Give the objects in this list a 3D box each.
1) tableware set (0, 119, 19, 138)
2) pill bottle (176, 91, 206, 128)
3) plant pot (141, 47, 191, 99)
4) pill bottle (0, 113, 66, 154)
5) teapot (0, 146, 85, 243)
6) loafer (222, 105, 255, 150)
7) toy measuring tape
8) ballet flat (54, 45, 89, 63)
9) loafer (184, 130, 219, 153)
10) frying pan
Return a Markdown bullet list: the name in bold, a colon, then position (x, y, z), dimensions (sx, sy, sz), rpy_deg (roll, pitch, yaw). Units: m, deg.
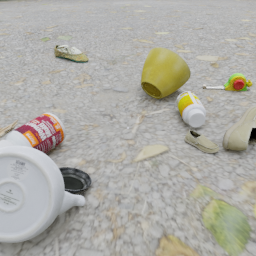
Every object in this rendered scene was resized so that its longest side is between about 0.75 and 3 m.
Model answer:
- **tableware set**: position (-4.775, 0.564, 8.682), dimensions (2.702, 0.314, 2.257), rpy_deg (-21, 21, 23)
- **pill bottle**: position (2.505, -0.725, 11.055), dimensions (0.909, 0.909, 1.664), rpy_deg (-2, 32, -3)
- **plant pot**: position (1.473, -2.267, 12.679), dimensions (2.212, 2.212, 1.570), rpy_deg (24, 70, 32)
- **pill bottle**: position (-3.135, 0.443, 9.006), dimensions (1.172, 1.172, 2.139), rpy_deg (19, 37, 27)
- **teapot**: position (-2.636, 1.492, 6.860), dimensions (2.330, 2.361, 1.724), rpy_deg (-28, 0, -3)
- **loafer**: position (4.299, 0.071, 9.882), dimensions (0.876, 0.971, 2.566), rpy_deg (29, 52, 35)
- **toy measuring tape**: position (4.836, -2.252, 13.540), dimensions (2.327, 0.856, 0.856), rpy_deg (3, 33, 5)
- **ballet flat**: position (-3.537, -4.622, 17.184), dimensions (2.517, 0.890, 0.890), rpy_deg (18, 37, 25)
- **loafer**: position (2.532, 0.462, 9.652), dimensions (1.293, 0.442, 0.489), rpy_deg (24, 40, 32)
- **frying pan**: position (-2.022, 1.391, 7.947), dimensions (1.993, 0.324, 1.206), rpy_deg (13, 19, -3)
